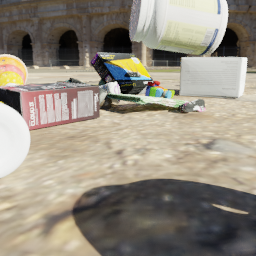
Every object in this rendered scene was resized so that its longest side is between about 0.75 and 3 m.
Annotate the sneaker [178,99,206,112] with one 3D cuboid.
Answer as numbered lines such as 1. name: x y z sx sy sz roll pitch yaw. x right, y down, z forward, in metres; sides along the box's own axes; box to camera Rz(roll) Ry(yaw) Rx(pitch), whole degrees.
1. sneaker: 2.134 -0.747 9.406 1.108 0.445 0.478 -3 3 -36

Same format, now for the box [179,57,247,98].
1. box: 4.351 -2.622 14.159 2.859 1.869 2.844 6 15 25

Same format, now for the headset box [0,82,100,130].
1. headset box: -2.428 -0.702 7.880 1.983 1.001 2.668 12 18 42

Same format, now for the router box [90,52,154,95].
1. router box: -0.153 -2.669 13.927 2.963 2.210 0.757 -17 -21 -51

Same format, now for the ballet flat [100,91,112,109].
1. ballet flat: -1.551 -1.210 10.833 0.923 0.635 2.740 -12 18 -37

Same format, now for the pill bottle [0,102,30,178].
1. pill bottle: -2.410 0.026 4.540 1.125 1.125 2.009 -9 16 -34

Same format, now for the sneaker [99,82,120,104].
1. sneaker: -0.873 -1.316 11.086 1.088 0.818 2.184 -5 2 -7

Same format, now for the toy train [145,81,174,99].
1. toy train: 1.584 -1.614 12.472 1.093 0.800 1.889 18 20 24

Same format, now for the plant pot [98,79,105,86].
1. plant pot: -1.016 -2.166 14.127 1.044 1.044 0.838 -13 -12 -44

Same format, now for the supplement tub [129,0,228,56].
1. supplement tub: 1.644 -3.722 9.653 2.901 2.104 2.104 5 12 -11

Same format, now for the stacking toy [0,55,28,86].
1. stacking toy: -5.660 -2.207 13.448 2.051 2.051 2.807 -7 31 -29

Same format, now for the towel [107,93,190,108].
1. towel: 0.772 -0.959 9.891 2.451 0.287 1.869 -1 11 -40

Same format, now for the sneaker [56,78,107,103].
1. sneaker: -1.741 -1.201 9.688 2.431 0.964 0.917 6 55 45
